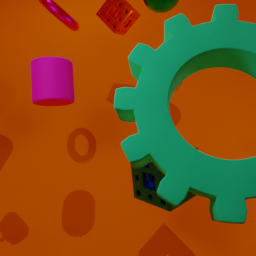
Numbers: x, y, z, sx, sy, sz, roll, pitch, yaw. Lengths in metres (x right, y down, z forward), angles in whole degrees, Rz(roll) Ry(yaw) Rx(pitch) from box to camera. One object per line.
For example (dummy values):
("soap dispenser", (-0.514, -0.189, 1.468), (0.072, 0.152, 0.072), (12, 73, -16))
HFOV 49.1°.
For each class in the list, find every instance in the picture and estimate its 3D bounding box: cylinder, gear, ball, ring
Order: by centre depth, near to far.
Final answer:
("gear", (0.858, -0.177, 2.493), (1.909, 0.353, 1.909), (-2, 73, 7))
("cylinder", (-1.370, -0.823, 5.108), (0.748, 0.748, 0.748), (-4, 85, -3))
("ring", (-1.514, -2.537, 6.152), (0.214, 1.070, 1.070), (-48, 59, 10))
("ball", (0.822, -3.337, 6.869), (0.969, 0.969, 0.969), (0, 52, 0))

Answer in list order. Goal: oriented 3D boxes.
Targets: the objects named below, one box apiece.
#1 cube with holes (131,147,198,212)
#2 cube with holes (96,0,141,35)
("cube with holes", (0.652, 0.793, 4.895), (0.838, 0.838, 0.838), (-16, 15, -40))
("cube with holes", (-0.254, -3.126, 7.720), (0.747, 0.747, 0.747), (46, 23, 4))
